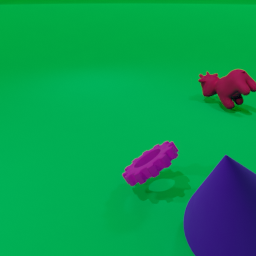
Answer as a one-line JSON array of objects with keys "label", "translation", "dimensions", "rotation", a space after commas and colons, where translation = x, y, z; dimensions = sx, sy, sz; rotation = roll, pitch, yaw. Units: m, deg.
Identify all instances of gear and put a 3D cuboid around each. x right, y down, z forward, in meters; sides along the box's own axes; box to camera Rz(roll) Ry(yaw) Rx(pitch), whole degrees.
[{"label": "gear", "translation": [0.408, 0.637, 5.147], "dimensions": [1.099, 0.203, 1.099], "rotation": [-34, 7, 5]}]

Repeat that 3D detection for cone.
[{"label": "cone", "translation": [1.388, 0.869, 3.702], "dimensions": [1.663, 1.669, 1.663], "rotation": [-15, 43, 14]}]

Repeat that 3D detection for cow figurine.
[{"label": "cow figurine", "translation": [3.129, -1.436, 9.053], "dimensions": [0.920, 1.676, 1.649], "rotation": [-21, 70, -28]}]
